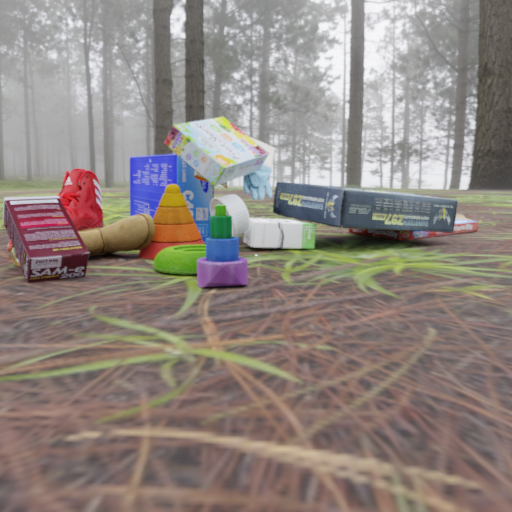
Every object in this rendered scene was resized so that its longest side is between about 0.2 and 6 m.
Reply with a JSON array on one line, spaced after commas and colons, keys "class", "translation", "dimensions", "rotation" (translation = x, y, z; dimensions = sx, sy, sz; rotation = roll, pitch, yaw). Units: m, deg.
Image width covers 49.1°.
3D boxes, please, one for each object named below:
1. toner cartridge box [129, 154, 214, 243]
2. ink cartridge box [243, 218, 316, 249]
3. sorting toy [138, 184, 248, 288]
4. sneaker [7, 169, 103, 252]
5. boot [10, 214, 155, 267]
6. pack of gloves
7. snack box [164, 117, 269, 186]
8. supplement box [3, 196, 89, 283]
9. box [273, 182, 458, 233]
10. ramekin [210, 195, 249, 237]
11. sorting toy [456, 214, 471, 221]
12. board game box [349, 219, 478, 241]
[{"class": "toner cartridge box", "translation": [-2.347, -1.588, 14.727], "dimensions": [0.949, 2.088, 4.395], "rotation": [-4, 10, -26]}, {"class": "ink cartridge box", "translation": [0.494, -0.493, 12.302], "dimensions": [1.376, 0.578, 1.001], "rotation": [2, 8, -14]}, {"class": "sorting toy", "translation": [-1.150, -0.514, 9.930], "dimensions": [1.473, 1.464, 4.249], "rotation": [-3, 9, -21]}, {"class": "sneaker", "translation": [-4.293, -1.006, 12.070], "dimensions": [1.178, 1.737, 3.007], "rotation": [2, 9, 10]}, {"class": "boot", "translation": [-3.156, -0.256, 10.396], "dimensions": [1.789, 0.676, 2.043], "rotation": [-21, -6, 36]}, {"class": "pack of gloves", "translation": [-0.510, -2.094, 13.097], "dimensions": [1.882, 0.442, 2.240], "rotation": [20, 43, -17]}, {"class": "snack box", "translation": [-0.791, -2.305, 12.094], "dimensions": [1.456, 0.543, 2.048], "rotation": [40, 31, 12]}, {"class": "supplement box", "translation": [-3.494, -0.319, 9.233], "dimensions": [0.941, 0.527, 1.730], "rotation": [-6, 40, -34]}, {"class": "box", "translation": [2.493, -1.134, 13.051], "dimensions": [3.381, 0.862, 2.666], "rotation": [0, 9, -30]}, {"class": "ramekin", "translation": [-0.550, -0.849, 11.936], "dimensions": [0.467, 0.958, 0.958], "rotation": [-23, 19, -26]}, {"class": "sorting toy", "translation": [5.626, -1.091, 17.330], "dimensions": [1.951, 0.287, 1.442], "rotation": [4, 14, 5]}, {"class": "board game box", "translation": [4.287, -0.769, 15.129], "dimensions": [3.326, 0.323, 1.712], "rotation": [-6, 11, -36]}]
